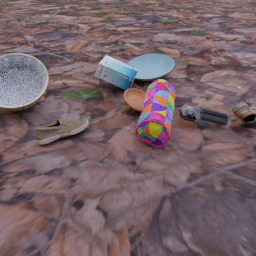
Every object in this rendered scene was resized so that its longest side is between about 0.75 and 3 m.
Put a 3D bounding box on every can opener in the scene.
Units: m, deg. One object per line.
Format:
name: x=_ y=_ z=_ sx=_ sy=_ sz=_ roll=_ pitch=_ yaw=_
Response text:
can opener: x=2.248 y=-0.345 z=8.388 sx=1.404 sy=0.470 sz=0.375 roll=14 pitch=60 yaw=-3

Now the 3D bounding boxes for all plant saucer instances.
plant saucer: x=0.909 y=-2.414 z=11.518 sx=2.019 sy=0.389 sz=2.019 roll=-6 pitch=42 yaw=6
plant saucer: x=0.321 y=-0.903 z=9.332 sx=1.028 sy=0.192 sz=1.028 roll=14 pitch=46 yaw=-15

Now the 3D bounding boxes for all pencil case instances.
pencil case: x=0.853 y=-0.484 z=8.204 sx=1.051 sy=1.051 sz=2.377 roll=7 pitch=36 yaw=10

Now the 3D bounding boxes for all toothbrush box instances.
toothbrush box: x=-0.400 y=-2.044 z=10.349 sx=1.359 sy=0.580 sz=0.995 roll=24 pitch=33 yaw=-2

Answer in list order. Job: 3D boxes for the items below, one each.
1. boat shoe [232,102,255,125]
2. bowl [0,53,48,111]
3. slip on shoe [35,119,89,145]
boat shoe: x=3.529 y=-0.322 z=8.180 sx=1.414 sy=0.535 sz=0.508 roll=10 pitch=45 yaw=-43
bowl: x=-3.595 y=-1.312 z=9.121 sx=2.080 sy=0.976 sz=2.080 roll=3 pitch=63 yaw=-6
slip on shoe: x=-1.848 y=-0.027 z=7.904 sx=1.556 sy=0.471 sz=0.592 roll=-21 pitch=20 yaw=-24
